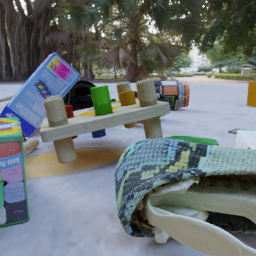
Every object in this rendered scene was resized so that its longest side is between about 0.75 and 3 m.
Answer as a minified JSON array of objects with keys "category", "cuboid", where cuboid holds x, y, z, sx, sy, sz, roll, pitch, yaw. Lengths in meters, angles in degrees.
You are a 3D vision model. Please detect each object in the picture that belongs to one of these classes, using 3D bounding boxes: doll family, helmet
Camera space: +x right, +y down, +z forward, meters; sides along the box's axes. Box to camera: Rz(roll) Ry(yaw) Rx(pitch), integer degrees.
[{"category":"doll family","cuboid":[0.296,-0.583,7.811,0.798,1.381,0.542,9,24,-27]},{"category":"helmet","cuboid":[-1.271,-0.678,7.933,1.318,1.318,1.256,-3,12,-17]}]

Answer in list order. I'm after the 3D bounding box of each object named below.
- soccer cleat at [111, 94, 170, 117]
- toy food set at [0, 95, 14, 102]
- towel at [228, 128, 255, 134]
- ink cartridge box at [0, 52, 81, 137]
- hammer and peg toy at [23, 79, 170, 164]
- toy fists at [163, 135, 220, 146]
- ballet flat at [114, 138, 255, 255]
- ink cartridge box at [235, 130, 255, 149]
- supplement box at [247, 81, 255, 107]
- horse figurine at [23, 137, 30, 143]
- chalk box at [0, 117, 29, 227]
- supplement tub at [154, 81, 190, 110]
[{"category":"soccer cleat","cuboid":[0.155,-0.500,9.114,2.455,0.794,1.027,-8,-25,-2]},{"category":"toy food set","cuboid":[-3.610,-0.776,10.163,1.575,0.458,2.281,-16,-4,-4]},{"category":"towel","cuboid":[3.047,0.100,7.195,0.763,0.083,0.560,9,14,41]},{"category":"ink cartridge box","cuboid":[-2.413,-0.758,7.295,0.906,2.372,1.619,39,-4,-22]},{"category":"hammer and peg toy","cuboid":[-0.935,-0.147,4.954,2.847,1.004,2.094,-13,11,-12]},{"category":"toy fists","cuboid":[0.908,0.473,3.998,0.893,0.603,1.752,7,9,-2]},{"category":"ballet flat","cuboid":[1.287,0.706,2.352,2.932,1.088,1.088,1,11,13]},{"category":"ink cartridge box","cuboid":[2.704,0.432,4.822,1.356,0.422,1.685,2,16,11]},{"category":"supplement box","cuboid":[6.777,-1.540,12.819,1.744,1.158,1.721,-5,12,-25]},{"category":"horse figurine","cuboid":[-2.361,0.315,5.614,0.837,0.209,0.555,-9,9,-2]},{"category":"chalk box","cuboid":[-1.590,0.475,2.987,0.949,0.942,1.521,-5,12,-23]},{"category":"supplement tub","cuboid":[1.515,-1.360,11.759,1.992,1.221,1.221,1,11,2]}]
